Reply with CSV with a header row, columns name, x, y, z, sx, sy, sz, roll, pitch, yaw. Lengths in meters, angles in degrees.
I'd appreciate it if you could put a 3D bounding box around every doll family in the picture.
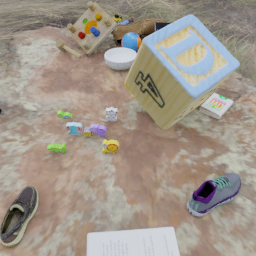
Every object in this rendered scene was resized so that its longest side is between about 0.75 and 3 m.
name,x,y,z,sx,sy,sz,roll,pitch,yaw
doll family,-0.477,-5.986,15.884,1.044,0.709,1.806,-30,54,-35

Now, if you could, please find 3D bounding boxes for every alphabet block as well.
name,x,y,z,sx,sy,sz,roll,pitch,yaw
alphabet block,1.577,-1.713,8.977,2.272,2.326,2.284,-33,79,-24

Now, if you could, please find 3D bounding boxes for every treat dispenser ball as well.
name,x,y,z,sx,sy,sz,roll,pitch,yaw
treat dispenser ball,0.157,-4.068,13.435,0.960,0.960,0.960,0,41,0

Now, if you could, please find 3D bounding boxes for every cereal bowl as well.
name,x,y,z,sx,sy,sz,roll,pitch,yaw
cereal bowl,-0.316,-2.998,12.464,1.451,0.604,1.451,-1,41,0

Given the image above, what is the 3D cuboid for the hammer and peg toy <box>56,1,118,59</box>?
name,x,y,z,sx,sy,sz,roll,pitch,yaw
hammer and peg toy,-1.979,-4.425,13.415,2.821,0.995,2.075,-45,63,10

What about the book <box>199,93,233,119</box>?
name,x,y,z,sx,sy,sz,roll,pitch,yaw
book,3.243,-0.806,10.252,0.792,0.285,1.185,29,47,25

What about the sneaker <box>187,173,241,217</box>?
name,x,y,z,sx,sy,sz,roll,pitch,yaw
sneaker,2.303,1.545,7.118,1.821,0.797,0.678,-27,48,-27

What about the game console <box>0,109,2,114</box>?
name,x,y,z,sx,sy,sz,roll,pitch,yaw
game console,-5.768,-0.636,9.385,2.099,1.846,1.222,15,75,16

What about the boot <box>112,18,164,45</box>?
name,x,y,z,sx,sy,sz,roll,pitch,yaw
boot,0.637,-4.878,14.462,2.794,1.028,1.054,-13,52,-2

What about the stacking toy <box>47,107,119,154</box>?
name,x,y,z,sx,sy,sz,roll,pitch,yaw
stacking toy,-1.348,0.028,8.939,2.170,0.510,1.636,1,45,-1

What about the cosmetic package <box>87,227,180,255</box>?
name,x,y,z,sx,sy,sz,roll,pitch,yaw
cosmetic package,0.106,2.841,5.180,1.670,1.389,1.398,-2,41,-4

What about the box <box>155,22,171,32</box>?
name,x,y,z,sx,sy,sz,roll,pitch,yaw
box,1.990,-3.544,12.216,1.756,1.742,1.082,2,41,3

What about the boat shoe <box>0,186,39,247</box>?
name,x,y,z,sx,sy,sz,roll,pitch,yaw
boat shoe,-2.606,2.019,6.785,0.584,0.517,1.595,2,41,2
